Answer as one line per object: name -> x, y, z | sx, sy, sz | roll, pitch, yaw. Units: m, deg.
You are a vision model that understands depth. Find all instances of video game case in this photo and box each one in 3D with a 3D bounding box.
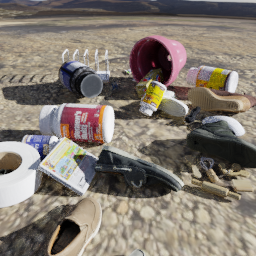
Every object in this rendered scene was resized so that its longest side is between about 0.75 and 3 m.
video game case -> -1.727, 1.137, 8.718 | 1.528, 0.192, 1.679 | 34, 31, -4

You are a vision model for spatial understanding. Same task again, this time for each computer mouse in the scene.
computer mouse -> 3.676, -0.314, 11.818 | 2.527, 0.554, 1.386 | 20, 33, 33

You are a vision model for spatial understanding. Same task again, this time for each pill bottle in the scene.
pill bottle -> -1.918, -0.200, 10.673 | 2.608, 1.429, 1.429 | 3, 28, 7
pill bottle -> 4.516, -2.587, 15.210 | 2.508, 1.370, 1.370 | 20, 34, 34
pill bottle -> 1.082, -1.311, 12.664 | 0.806, 1.476, 0.806 | 26, -4, 2
pill bottle -> -2.862, 0.677, 9.667 | 1.438, 0.832, 0.832 | 1, 28, 2
pill bottle -> -2.514, -2.569, 14.853 | 1.603, 1.603, 2.867 | -16, 30, -27

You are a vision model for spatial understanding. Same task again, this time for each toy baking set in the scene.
toy baking set -> 2.745, 1.495, 8.801 | 2.264, 0.263, 1.737 | 14, 28, 24

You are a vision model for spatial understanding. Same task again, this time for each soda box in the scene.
soda box -> 1.217, -2.438, 15.165 | 0.680, 0.720, 2.126 | 0, 33, 33

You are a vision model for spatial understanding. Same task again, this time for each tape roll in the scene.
tape roll -> -3.704, 1.322, 8.326 | 2.185, 0.764, 2.185 | 4, 33, -3

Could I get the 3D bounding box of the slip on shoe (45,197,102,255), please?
slip on shoe -> -1.270, 2.361, 6.625 | 0.896, 0.714, 2.356 | 9, 29, 16

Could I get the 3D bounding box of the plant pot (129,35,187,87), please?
plant pot -> 1.931, -3.871, 15.961 | 2.907, 2.907, 2.602 | 19, 33, 31

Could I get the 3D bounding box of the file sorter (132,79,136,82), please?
file sorter -> 0.863, -3.264, 17.233 | 0.752, 0.675, 1.084 | 19, 34, 33

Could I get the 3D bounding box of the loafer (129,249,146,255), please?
loafer -> -0.003, 2.992, 5.687 | 0.489, 0.488, 1.397 | 12, 30, 21

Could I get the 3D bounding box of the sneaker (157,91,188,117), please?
sneaker -> 2.100, -1.283, 13.340 | 2.284, 0.841, 1.320 | 23, 39, 38

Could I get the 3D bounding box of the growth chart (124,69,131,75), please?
growth chart -> 0.547, -3.867, 18.942 | 1.576, 0.140, 1.141 | -12, 29, -22

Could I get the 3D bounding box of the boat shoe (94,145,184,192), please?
boat shoe -> 0.294, 1.410, 8.494 | 2.777, 0.997, 0.939 | 19, 70, 19

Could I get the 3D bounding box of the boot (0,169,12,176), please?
boot -> -3.674, 1.401, 8.463 | 0.383, 0.684, 0.989 | -9, 28, -15

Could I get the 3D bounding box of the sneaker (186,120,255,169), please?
sneaker -> 3.609, 0.448, 9.860 | 2.737, 1.046, 1.568 | 17, 39, 39

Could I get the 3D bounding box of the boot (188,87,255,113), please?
boot -> 4.669, -1.392, 13.757 | 2.895, 1.047, 2.408 | 22, 23, 38

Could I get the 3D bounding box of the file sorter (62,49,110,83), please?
file sorter -> -2.542, -3.878, 17.311 | 2.722, 1.695, 1.889 | 0, 28, -1

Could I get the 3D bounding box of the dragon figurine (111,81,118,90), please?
dragon figurine -> -0.744, -2.266, 15.518 | 0.318, 0.537, 1.080 | -11, -16, -6
